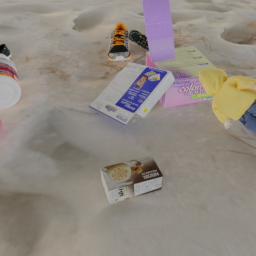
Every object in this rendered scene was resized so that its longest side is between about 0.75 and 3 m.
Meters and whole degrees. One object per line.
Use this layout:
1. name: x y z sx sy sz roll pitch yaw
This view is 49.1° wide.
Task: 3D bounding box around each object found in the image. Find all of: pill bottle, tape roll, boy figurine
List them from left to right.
1. pill bottle: -4.707 -1.825 10.279 1.281 1.281 2.267 -15 42 -17
2. tape roll: 0.976 -3.318 8.846 0.773 2.356 2.356 -6 40 9
3. boy figurine: 3.348 -0.813 8.677 0.942 1.818 2.924 -22 55 -41

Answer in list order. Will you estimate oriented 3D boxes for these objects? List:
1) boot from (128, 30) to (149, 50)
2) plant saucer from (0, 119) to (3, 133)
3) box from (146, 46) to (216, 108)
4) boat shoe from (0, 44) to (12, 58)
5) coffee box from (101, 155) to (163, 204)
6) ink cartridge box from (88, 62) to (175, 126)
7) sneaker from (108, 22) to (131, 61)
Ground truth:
1. boot: 0.799 -3.985 12.988 1.158 0.553 1.533 41 19 33
2. plant saucer: -4.610 0.136 8.698 1.417 0.359 1.417 -1 41 1
3. box: 1.971 -2.001 10.599 2.057 1.131 2.339 -10 41 -11
4. boat shoe: -5.956 -3.087 12.222 0.757 0.671 2.025 19 44 21
5. coffee box: 0.088 1.300 7.171 1.416 0.564 0.810 -12 42 -13
6. ink cartridge box: 0.072 -1.147 9.443 2.295 0.539 2.268 -51 41 -9
7. sneaker: -0.419 -3.958 12.946 1.061 1.047 2.711 -2 41 -1
